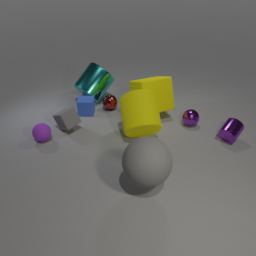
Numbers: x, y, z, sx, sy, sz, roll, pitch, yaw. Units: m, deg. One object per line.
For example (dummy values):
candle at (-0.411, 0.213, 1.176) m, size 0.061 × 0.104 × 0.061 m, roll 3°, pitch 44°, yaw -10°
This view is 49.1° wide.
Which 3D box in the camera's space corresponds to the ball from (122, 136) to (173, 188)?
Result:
ball at (0.529, 0.927, 7.703) m, size 1.400 × 1.400 × 1.400 m, roll 0°, pitch 30°, yaw 0°

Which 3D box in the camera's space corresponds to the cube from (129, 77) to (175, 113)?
cube at (1.025, -1.437, 12.188) m, size 1.400 × 1.400 × 1.400 m, roll -13°, pitch 14°, yaw -19°

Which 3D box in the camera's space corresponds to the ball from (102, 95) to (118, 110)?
ball at (-0.829, -1.190, 12.932) m, size 0.700 × 0.700 × 0.700 m, roll 0°, pitch 30°, yaw 0°

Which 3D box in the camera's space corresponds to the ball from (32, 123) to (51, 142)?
ball at (-3.239, 0.162, 10.528) m, size 0.700 × 0.700 × 0.700 m, roll 0°, pitch 30°, yaw 0°

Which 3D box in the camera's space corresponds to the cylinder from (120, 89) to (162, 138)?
cylinder at (0.459, -0.514, 10.471) m, size 1.400 × 1.400 × 1.400 m, roll -5°, pitch 71°, yaw -9°

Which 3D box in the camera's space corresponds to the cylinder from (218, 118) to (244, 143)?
cylinder at (3.848, 0.093, 10.465) m, size 0.700 × 0.700 × 0.700 m, roll 26°, pitch 63°, yaw 37°

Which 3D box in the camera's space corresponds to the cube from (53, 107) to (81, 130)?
cube at (-2.429, -0.376, 11.168) m, size 0.700 × 0.700 × 0.700 m, roll -39°, pitch 24°, yaw -33°

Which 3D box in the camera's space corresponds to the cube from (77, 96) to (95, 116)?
cube at (-1.875, -0.989, 12.562) m, size 0.700 × 0.700 × 0.700 m, roll 0°, pitch 31°, yaw 1°

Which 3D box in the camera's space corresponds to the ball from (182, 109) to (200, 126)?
ball at (2.599, -0.428, 11.577) m, size 0.700 × 0.700 × 0.700 m, roll 0°, pitch 30°, yaw 0°

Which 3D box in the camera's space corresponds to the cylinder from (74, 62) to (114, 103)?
cylinder at (-1.616, -2.153, 13.366) m, size 1.400 × 1.400 × 1.400 m, roll 30°, pitch 82°, yaw 41°
